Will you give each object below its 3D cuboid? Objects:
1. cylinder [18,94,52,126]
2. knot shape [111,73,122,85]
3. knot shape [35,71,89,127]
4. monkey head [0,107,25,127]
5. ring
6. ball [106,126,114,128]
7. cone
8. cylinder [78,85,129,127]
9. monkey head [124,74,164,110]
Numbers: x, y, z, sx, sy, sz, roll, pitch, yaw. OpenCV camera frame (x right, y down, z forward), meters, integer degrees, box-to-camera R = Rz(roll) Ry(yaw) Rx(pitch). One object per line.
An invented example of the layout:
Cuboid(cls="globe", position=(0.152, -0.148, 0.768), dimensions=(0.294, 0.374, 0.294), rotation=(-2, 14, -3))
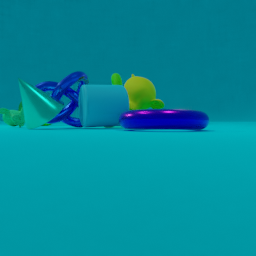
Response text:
Cuboid(cls="cylinder", position=(-3.792, -0.769, 11.973), dimensions=(1.337, 1.337, 1.337), rotation=(-1, 2, -42))
Cuboid(cls="knot shape", position=(-0.232, -0.936, 10.410), dimensions=(0.918, 1.987, 1.859), rotation=(-22, 25, 37))
Cuboid(cls="knot shape", position=(-1.739, -0.872, 8.029), dimensions=(1.857, 1.738, 0.858), rotation=(25, 17, -34))
Cuboid(cls="monkey head", position=(-3.485, -0.394, 8.689), dimensions=(0.617, 0.737, 1.024), rotation=(23, -12, 19))
Cuboid(cls="ring", position=(0.773, -0.168, 6.180), dimensions=(1.967, 0.393, 1.967), rotation=(1, 0, 0))
Cuboid(cls="ball", position=(-0.620, -0.458, 8.914), dimensions=(0.896, 0.896, 0.896), rotation=(0, 1, 0))
Cuboid(cls="cone", position=(-2.348, -0.756, 6.871), dimensions=(1.116, 1.120, 1.116), rotation=(-22, 30, 13))
Cuboid(cls="cylinder", position=(-0.671, -0.589, 7.480), dimensions=(1.112, 1.112, 1.112), rotation=(-3, 2, -21))
Cuboid(cls="monkey head", position=(0.355, -0.871, 8.833), dimensions=(1.191, 1.422, 1.977), rotation=(-33, 44, -5))
